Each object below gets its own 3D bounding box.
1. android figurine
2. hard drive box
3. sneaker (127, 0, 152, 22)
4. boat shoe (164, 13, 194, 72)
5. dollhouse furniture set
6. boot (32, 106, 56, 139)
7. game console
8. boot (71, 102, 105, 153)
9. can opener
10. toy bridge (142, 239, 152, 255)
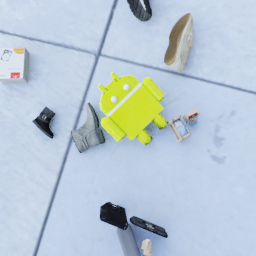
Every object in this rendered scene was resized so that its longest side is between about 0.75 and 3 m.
[{"bbox_3d":[0.115,-0.699,9.307,2.318,0.523,2.547,-43,98,-10],"label":"android figurine"},{"bbox_3d":[-4.074,-2.230,10.005,0.930,0.458,1.194,-2,77,0],"label":"hard drive box"},{"bbox_3d":[0.466,-5.454,10.456,1.311,1.134,2.995,-22,78,-10],"label":"sneaker"},{"bbox_3d":[1.956,-3.099,10.121,0.731,0.812,2.251,29,70,-31],"label":"boat shoe"},{"bbox_3d":[2.023,-0.115,9.372,1.049,0.735,0.739,-26,78,-6],"label":"dollhouse furniture set"},{"bbox_3d":[-2.711,-0.192,9.572,1.014,0.382,0.758,43,80,9],"label":"boot"},{"bbox_3d":[0.187,2.856,8.450,2.219,1.309,0.268,23,91,-5],"label":"game console"},{"bbox_3d":[-1.483,-0.027,9.488,1.050,0.544,1.607,-19,76,2],"label":"boot"},{"bbox_3d":[0.161,4.347,8.330,0.955,0.757,2.874,-15,77,-4],"label":"can opener"},{"bbox_3d":[0.572,3.435,8.042,0.163,1.196,0.402,4,54,16],"label":"toy bridge"}]
